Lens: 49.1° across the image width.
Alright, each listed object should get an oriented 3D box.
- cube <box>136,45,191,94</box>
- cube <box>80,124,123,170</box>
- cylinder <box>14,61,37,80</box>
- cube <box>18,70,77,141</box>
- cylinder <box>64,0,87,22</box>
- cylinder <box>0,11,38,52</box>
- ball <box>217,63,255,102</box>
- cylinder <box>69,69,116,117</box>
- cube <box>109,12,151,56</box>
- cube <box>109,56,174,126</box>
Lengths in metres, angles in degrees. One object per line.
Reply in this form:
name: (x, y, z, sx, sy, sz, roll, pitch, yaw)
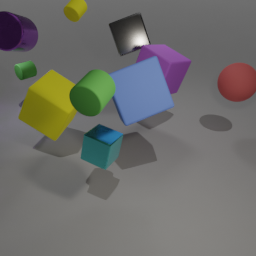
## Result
cube: (1.206, -2.153, 10.419, 1.400, 1.400, 1.400, 40, 37, 27)
cube: (-0.616, 0.432, 6.649, 0.700, 0.700, 0.700, 22, 29, 16)
cylinder: (-4.515, -2.542, 12.363, 0.700, 0.700, 0.700, 24, 39, 36)
cube: (-2.424, -0.745, 9.085, 1.400, 1.400, 1.400, 33, 38, -5)
cylinder: (-2.077, -4.704, 11.089, 0.700, 0.700, 0.700, 14, 60, 24)
cylinder: (-4.439, -3.704, 10.917, 1.400, 1.400, 1.400, 3, 14, 5)
ball: (3.970, -1.649, 10.141, 1.400, 1.400, 1.400, 0, 30, 0)
cylinder: (-0.693, -0.700, 5.563, 0.700, 0.700, 0.700, 11, 40, 18)
cube: (0.075, -4.049, 12.249, 1.400, 1.400, 1.400, -19, 15, 5)
cube: (0.257, -1.021, 7.778, 1.400, 1.400, 1.400, -22, 9, -3)
